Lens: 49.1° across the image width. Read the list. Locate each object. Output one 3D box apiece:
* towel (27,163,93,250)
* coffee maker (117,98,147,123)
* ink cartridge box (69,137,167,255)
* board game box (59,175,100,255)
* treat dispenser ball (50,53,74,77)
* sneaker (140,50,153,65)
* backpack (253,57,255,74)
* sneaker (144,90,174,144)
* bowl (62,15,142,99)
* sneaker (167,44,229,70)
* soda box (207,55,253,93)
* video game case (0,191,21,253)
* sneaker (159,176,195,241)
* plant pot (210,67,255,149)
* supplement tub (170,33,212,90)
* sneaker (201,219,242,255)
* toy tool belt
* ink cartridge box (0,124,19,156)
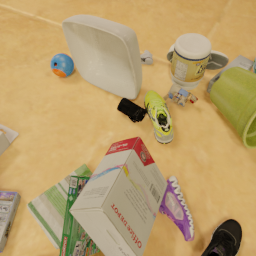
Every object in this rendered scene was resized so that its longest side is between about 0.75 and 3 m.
[{"bbox_3d":[-1.662,2.256,8.284,2.101,0.322,1.567,-35,84,-25],"label":"towel"},{"bbox_3d":[0.116,-0.705,10.179,0.938,0.901,0.631,31,77,22],"label":"coffee maker"},{"bbox_3d":[-0.094,1.731,7.180,1.040,1.830,2.511,-14,27,33],"label":"ink cartridge box"},{"bbox_3d":[-1.087,2.285,7.266,0.304,1.404,2.086,5,84,28],"label":"board game box"},{"bbox_3d":[-2.688,-2.574,11.466,0.956,0.956,0.956,0,55,0],"label":"treat dispenser ball"},{"bbox_3d":[0.599,-3.088,12.173,1.024,0.385,0.589,9,55,0],"label":"sneaker"},{"bbox_3d":[6.106,-2.065,10.157,2.729,2.497,2.005,10,57,8],"label":"backpack"},{"bbox_3d":[1.171,-0.577,10.098,0.865,0.876,2.293,-13,56,-7],"label":"sneaker"},{"bbox_3d":[-0.728,-2.683,10.174,2.999,2.995,1.119,24,60,26],"label":"bowl"},{"bbox_3d":[3.000,-3.197,11.936,2.562,0.901,1.027,13,53,9],"label":"sneaker"},{"bbox_3d":[4.125,-2.052,11.247,2.135,0.677,0.729,-39,63,-24],"label":"soda box"},{"bbox_3d":[-4.278,2.627,8.124,1.829,0.416,1.658,4,55,3],"label":"video game case"},{"bbox_3d":[1.308,2.378,8.155,0.860,0.783,1.946,-16,52,-4],"label":"sneaker"},{"bbox_3d":[4.163,-0.915,9.674,2.438,2.438,2.241,-24,46,-16],"label":"plant pot"},{"bbox_3d":[2.370,-2.518,10.840,1.353,1.874,1.353,0,54,0],"label":"supplement tub"},{"bbox_3d":[2.453,3.253,7.358,0.824,0.953,2.176,35,62,22],"label":"sneaker"},{"bbox_3d":[1.985,-1.110,10.679,1.185,0.740,0.728,38,93,26],"label":"toy tool belt"},{"bbox_3d":[-5.022,0.606,9.309,1.397,0.804,2.412,23,58,15],"label":"ink cartridge box"}]
